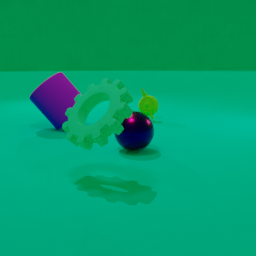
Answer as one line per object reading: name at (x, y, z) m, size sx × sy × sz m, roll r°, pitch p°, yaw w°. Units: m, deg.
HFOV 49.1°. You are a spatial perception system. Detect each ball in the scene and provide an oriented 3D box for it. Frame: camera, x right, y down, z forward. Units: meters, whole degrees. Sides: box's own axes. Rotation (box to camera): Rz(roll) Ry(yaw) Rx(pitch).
ball at (0.138, 0.069, 6.309) m, size 0.904 × 0.904 × 0.904 m, roll 0°, pitch 13°, yaw 0°

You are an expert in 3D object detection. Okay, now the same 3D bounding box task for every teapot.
teapot at (0.679, -0.827, 9.715) m, size 0.716 × 1.152 × 0.564 m, roll -20°, pitch -8°, yaw 11°

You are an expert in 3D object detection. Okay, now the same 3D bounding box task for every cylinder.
cylinder at (-2.048, -0.804, 8.397) m, size 1.249 × 1.249 × 1.249 m, roll -40°, pitch 7°, yaw 6°

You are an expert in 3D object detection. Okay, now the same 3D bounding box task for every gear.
gear at (-0.520, -0.257, 4.705) m, size 1.283 × 1.283 × 0.237 m, roll 12°, pitch -24°, yaw 42°
